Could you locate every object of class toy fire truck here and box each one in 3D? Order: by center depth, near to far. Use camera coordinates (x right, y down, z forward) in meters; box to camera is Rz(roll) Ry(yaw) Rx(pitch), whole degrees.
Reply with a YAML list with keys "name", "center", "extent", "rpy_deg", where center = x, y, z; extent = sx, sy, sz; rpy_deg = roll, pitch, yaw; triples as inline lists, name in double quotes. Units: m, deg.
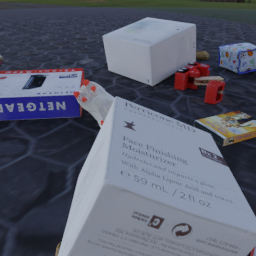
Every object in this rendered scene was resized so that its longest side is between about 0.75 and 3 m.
- name: "toy fire truck"
  center: [2.732, -1.734, 10.194]
  extent: [1.873, 0.647, 2.656]
  rpy_deg: [16, 31, 27]

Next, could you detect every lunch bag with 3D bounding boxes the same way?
- name: "lunch bag"
  center: [5.207, -3.106, 12.273]
  extent: [1.911, 1.183, 1.624]
  rpy_deg: [-15, 29, -12]

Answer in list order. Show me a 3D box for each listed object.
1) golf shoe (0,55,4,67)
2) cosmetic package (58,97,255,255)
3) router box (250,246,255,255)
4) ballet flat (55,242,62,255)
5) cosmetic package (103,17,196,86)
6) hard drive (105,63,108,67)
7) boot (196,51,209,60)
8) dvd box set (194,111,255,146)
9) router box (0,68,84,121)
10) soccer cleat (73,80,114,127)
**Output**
- name: "golf shoe"
  center: [-3.181, -1.199, 5.571]
  extent: [1.386, 0.638, 0.503]
  rpy_deg: [-38, 16, -25]
- name: "cosmetic package"
  center: [0.225, 0.903, 3.623]
  extent: [1.645, 1.647, 1.996]
  rpy_deg: [21, 26, -11]
- name: "router box"
  center: [2.796, 1.917, 3.247]
  extent: [2.589, 0.632, 2.323]
  rpy_deg: [16, 31, 27]
- name: "ballet flat"
  center: [-0.553, 1.544, 4.179]
  extent: [0.477, 0.441, 1.352]
  rpy_deg: [15, 31, 25]
- name: "cosmetic package"
  center: [0.900, -3.279, 11.572]
  extent: [2.714, 1.669, 2.706]
  rpy_deg: [-34, 43, -29]
- name: "hard drive"
  center: [-0.452, -2.952, 13.023]
  extent: [1.033, 0.170, 0.721]
  rpy_deg: [13, 31, 22]
- name: "boot"
  center: [3.210, -3.765, 14.310]
  extent: [1.421, 0.470, 1.244]
  rpy_deg: [-8, 42, -12]
- name: "dvd box set"
  center: [2.738, -0.039, 7.408]
  extent: [1.590, 0.234, 1.164]
  rpy_deg: [-12, 29, -22]
- name: "router box"
  center: [-2.944, -1.168, 9.015]
  extent: [2.986, 0.729, 2.680]
  rpy_deg: [-3, 28, -6]
- name: "soccer cleat"
  center: [-0.330, -0.228, 7.032]
  extent: [1.028, 1.150, 2.965]
  rpy_deg: [-47, 50, 5]
